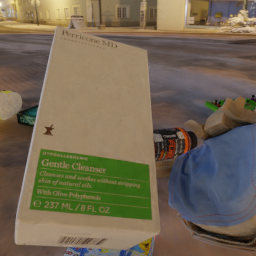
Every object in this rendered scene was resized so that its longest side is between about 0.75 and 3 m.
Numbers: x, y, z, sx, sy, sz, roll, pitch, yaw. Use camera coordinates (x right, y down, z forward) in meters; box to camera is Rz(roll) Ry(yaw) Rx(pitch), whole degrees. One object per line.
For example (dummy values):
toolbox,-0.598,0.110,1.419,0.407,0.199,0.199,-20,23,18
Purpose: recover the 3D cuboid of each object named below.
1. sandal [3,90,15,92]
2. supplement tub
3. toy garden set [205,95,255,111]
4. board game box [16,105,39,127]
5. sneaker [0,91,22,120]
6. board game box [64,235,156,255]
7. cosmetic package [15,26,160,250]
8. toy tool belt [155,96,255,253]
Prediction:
sandal,-4.314,-1.191,9.701,0.851,0.232,0.348,-15,27,-33
supplement tub,0.773,0.299,5.391,1.139,0.609,0.609,-6,23,-26
toy garden set,3.407,-0.681,8.319,1.687,0.337,1.406,-5,23,-12
board game box,-1.624,-0.520,7.928,1.638,0.341,2.422,10,25,24
sneaker,-3.873,-0.543,7.427,1.066,0.769,2.029,11,26,26
board game box,-0.187,1.425,3.295,0.929,0.260,0.910,5,23,12
cosmetic package,-0.439,0.072,3.221,1.251,0.986,2.325,9,56,-17
toy tool belt,1.184,0.406,2.842,1.473,2.397,1.497,23,60,-12
